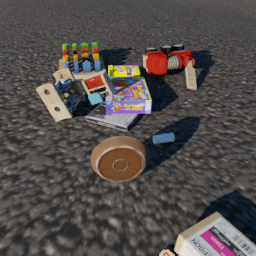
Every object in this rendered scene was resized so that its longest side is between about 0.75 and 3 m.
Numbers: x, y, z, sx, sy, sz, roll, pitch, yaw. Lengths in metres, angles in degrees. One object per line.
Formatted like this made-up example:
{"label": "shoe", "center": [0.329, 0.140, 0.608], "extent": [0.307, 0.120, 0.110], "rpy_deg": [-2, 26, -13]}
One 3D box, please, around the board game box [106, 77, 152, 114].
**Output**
{"label": "board game box", "center": [-0.060, -1.439, 11.758], "extent": [1.756, 0.585, 2.612], "rpy_deg": [-1, 30, -5]}

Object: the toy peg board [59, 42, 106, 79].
{"label": "toy peg board", "center": [-2.438, -3.574, 14.562], "extent": [2.359, 1.154, 2.349], "rpy_deg": [-6, 35, -8]}

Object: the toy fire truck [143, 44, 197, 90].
{"label": "toy fire truck", "center": [2.193, -2.928, 13.556], "extent": [2.318, 1.694, 2.633], "rpy_deg": [-10, 26, -14]}

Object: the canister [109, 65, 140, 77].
{"label": "canister", "center": [-0.202, -2.663, 13.735], "extent": [1.467, 0.635, 1.089], "rpy_deg": [-3, 35, -6]}

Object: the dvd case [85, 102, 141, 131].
{"label": "dvd case", "center": [-0.554, -0.497, 10.993], "extent": [1.789, 0.221, 1.345], "rpy_deg": [16, 37, 21]}

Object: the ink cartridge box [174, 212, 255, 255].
{"label": "ink cartridge box", "center": [2.019, 2.725, 5.991], "extent": [1.297, 0.591, 1.574], "rpy_deg": [-16, 38, -33]}

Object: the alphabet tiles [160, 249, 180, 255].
{"label": "alphabet tiles", "center": [1.034, 3.210, 5.826], "extent": [1.351, 0.099, 1.321], "rpy_deg": [-30, 46, -35]}

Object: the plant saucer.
{"label": "plant saucer", "center": [-0.197, 0.948, 7.699], "extent": [1.639, 1.639, 0.282], "rpy_deg": [-4, 36, -5]}

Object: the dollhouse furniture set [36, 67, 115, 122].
{"label": "dollhouse furniture set", "center": [-1.937, -1.489, 10.610], "extent": [2.170, 1.520, 1.529], "rpy_deg": [-13, 29, 25]}

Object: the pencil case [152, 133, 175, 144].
{"label": "pencil case", "center": [1.230, 0.367, 9.676], "extent": [0.763, 0.317, 0.346], "rpy_deg": [-7, 23, -9]}
